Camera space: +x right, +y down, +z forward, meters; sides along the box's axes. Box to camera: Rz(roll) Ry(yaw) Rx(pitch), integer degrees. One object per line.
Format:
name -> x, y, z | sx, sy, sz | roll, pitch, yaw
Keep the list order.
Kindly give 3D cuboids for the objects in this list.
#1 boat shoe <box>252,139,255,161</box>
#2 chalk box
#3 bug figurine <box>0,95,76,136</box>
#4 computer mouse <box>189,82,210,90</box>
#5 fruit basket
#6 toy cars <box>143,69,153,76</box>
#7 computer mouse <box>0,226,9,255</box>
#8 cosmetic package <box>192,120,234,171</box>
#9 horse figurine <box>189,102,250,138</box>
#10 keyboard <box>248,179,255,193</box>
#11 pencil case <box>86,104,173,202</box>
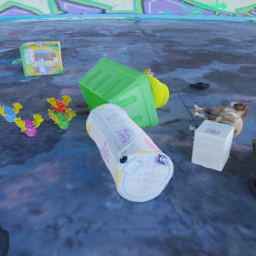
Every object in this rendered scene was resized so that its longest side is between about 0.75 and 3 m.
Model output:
boat shoe -> 3.389, 0.655, 6.580 | 0.679, 0.718, 1.997 | -5, 17, 19
chalk box -> -4.648, -3.567, 14.296 | 2.406, 1.490, 1.497 | -6, 27, -12
bug figurine -> -2.886, -0.404, 9.092 | 2.458, 0.632, 1.906 | -13, 36, -32
computer mouse -> 3.216, -1.808, 12.284 | 0.675, 0.257, 0.975 | -13, 18, -20
fruit basket -> 0.173, -1.256, 9.483 | 2.999, 2.163, 2.999 | -12, 36, 9
toy cars -> 1.017, -2.703, 14.033 | 0.457, 0.226, 1.020 | -9, 31, -8
computer mouse -> -2.764, 1.659, 5.277 | 0.746, 0.433, 2.543 | -15, 30, -25
cosmetic package -> 2.145, 0.426, 7.110 | 0.786, 0.939, 0.781 | 16, 31, 28
horse figurine -> 2.892, -0.275, 8.711 | 1.799, 0.677, 2.714 | 13, 23, 13
keyboard -> 3.729, 1.239, 6.366 | 1.921, 0.198, 1.220 | 0, 27, -2
pencil case -> -0.129, 0.440, 6.712 | 1.331, 1.220, 2.935 | 25, 14, -30
